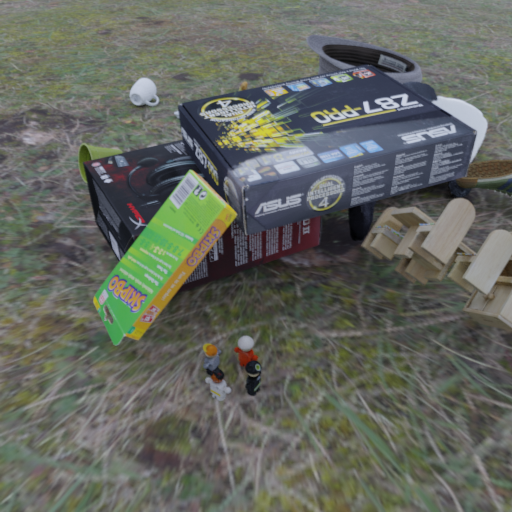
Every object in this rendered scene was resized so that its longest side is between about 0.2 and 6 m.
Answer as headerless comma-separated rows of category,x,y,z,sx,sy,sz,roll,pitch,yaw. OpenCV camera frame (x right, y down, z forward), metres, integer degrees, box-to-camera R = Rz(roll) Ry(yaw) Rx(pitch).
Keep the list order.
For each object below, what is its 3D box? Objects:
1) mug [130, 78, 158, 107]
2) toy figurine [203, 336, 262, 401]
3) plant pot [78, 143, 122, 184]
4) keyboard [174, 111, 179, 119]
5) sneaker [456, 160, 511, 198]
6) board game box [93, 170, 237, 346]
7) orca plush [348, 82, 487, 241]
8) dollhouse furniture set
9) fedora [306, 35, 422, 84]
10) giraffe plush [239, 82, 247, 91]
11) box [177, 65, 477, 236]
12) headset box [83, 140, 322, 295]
mug,-3.098,-4.459,15.588,0.809,0.598,0.710,31,44,-9
toy figurine,-0.316,1.464,7.377,0.749,0.529,0.761,-6,37,-9
plant pot,-3.296,-2.010,12.061,0.804,0.846,0.846,-11,36,-36
keyboard,-0.579,-3.498,14.539,3.184,0.170,0.896,18,39,22
sneaker,5.007,-1.362,10.841,2.097,0.942,0.703,-7,34,22
board game box,-1.306,0.048,7.581,2.366,0.355,1.130,-49,45,7
orca plush,2.981,-1.814,11.634,2.563,1.732,4.872,48,54,-10
dollhouse furniture set,2.954,-0.167,7.802,2.148,1.427,1.883,35,-6,-11
fedora,2.746,-4.732,15.096,3.223,1.455,2.851,3,37,-15
giraffe plush,0.411,-2.872,12.554,1.638,1.743,2.019,-5,52,-27
box,0.995,-1.916,9.182,3.857,0.947,3.109,-15,42,-16
headset box,-0.795,-0.971,9.973,3.702,1.430,2.755,-19,40,-22
